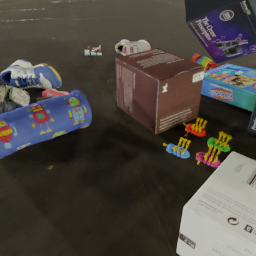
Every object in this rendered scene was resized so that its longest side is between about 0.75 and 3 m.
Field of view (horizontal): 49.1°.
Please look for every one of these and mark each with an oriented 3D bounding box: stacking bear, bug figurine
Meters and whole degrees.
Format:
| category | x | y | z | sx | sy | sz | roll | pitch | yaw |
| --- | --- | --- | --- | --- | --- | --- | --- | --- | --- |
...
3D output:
| category | x | y | z | sx | sy | sz | roll | pitch | yaw |
| --- | --- | --- | --- | --- | --- | --- | --- | --- | --- |
| stacking bear | 3.464 | -2.759 | 12.385 | 1.223 | 0.743 | 0.696 | 33 | 42 | 29 |
| bug figurine | 1.913 | 0.446 | 7.557 | 1.503 | 0.499 | 1.938 | 25 | 36 | 23 |

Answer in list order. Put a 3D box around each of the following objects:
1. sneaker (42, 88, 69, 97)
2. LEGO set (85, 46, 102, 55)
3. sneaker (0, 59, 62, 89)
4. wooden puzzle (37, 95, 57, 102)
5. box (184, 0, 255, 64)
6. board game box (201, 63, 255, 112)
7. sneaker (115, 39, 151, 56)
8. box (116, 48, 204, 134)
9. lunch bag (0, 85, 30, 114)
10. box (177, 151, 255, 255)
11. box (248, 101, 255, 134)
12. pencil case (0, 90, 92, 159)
| category | x | y | z | sx | sy | sz | roll | pitch | yaw |
| --- | --- | --- | --- | --- | --- | --- | --- | --- | --- |
| sneaker | -2.660 | -1.163 | 10.124 | 1.057 | 0.390 | 0.458 | 7 | 35 | 11 |
| LEGO set | -1.864 | -4.146 | 14.835 | 0.868 | 0.285 | 1.162 | -2 | 33 | -9 |
| sneaker | -3.767 | -1.839 | 10.792 | 2.809 | 1.057 | 1.238 | 16 | 46 | 35 |
| wooden puzzle | -2.724 | -0.794 | 9.636 | 1.236 | 0.145 | 0.834 | -5 | 53 | -10 |
| box | 2.777 | -2.869 | 7.739 | 1.587 | 2.248 | 0.887 | -15 | 63 | 34 |
| board game box | 4.076 | -1.576 | 10.210 | 2.148 | 0.635 | 2.824 | -22 | 32 | -27 |
| sneaker | 0.200 | -3.952 | 14.123 | 2.016 | 0.820 | 0.889 | 12 | 35 | 33 |
| box | 0.926 | -1.286 | 8.989 | 1.829 | 1.811 | 2.205 | -20 | 38 | -28 |
| lunch bag | -3.792 | -0.751 | 9.058 | 1.143 | 0.949 | 1.363 | 6 | 30 | -22 |
| box | 2.222 | 1.705 | 4.877 | 1.971 | 1.295 | 1.981 | 25 | 40 | 33 |
| box | 5.062 | -0.477 | 7.502 | 1.496 | 2.075 | 2.795 | -25 | 40 | -33 |
| pencil case | -2.512 | -0.118 | 7.830 | 2.974 | 1.291 | 1.160 | -23 | 76 | -30 |
